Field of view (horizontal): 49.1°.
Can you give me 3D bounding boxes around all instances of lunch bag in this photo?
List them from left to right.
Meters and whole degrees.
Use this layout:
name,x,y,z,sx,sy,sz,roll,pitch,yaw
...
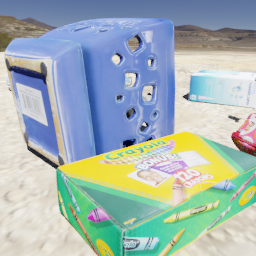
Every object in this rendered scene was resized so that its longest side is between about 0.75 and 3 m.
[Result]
name,x,y,z,sx,sy,sz,roll,pitch,yaw
lunch bag,2.751,0.574,4.725,0.725,1.560,1.771,-46,24,-2

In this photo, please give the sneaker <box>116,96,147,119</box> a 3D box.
name,x,y,z,sx,sy,sz,roll,pitch,yaw
sneaker,-0.339,-1.064,9.755,2.871,1.097,1.644,6,26,35

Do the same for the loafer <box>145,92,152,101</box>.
name,x,y,z,sx,sy,sz,roll,pitch,yaw
loafer,0.920,-1.316,11.667,0.351,0.350,1.004,6,20,17

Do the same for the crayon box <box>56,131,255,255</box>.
name,x,y,z,sx,sy,sz,roll,pitch,yaw
crayon box,0.556,0.902,4.345,2.819,0.821,1.675,-13,24,-35

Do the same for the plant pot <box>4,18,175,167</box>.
name,x,y,z,sx,sy,sz,roll,pitch,yaw
plant pot,-0.900,-0.773,6.255,2.682,2.983,2.984,-23,29,-37

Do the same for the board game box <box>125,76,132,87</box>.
name,x,y,z,sx,sy,sz,roll,pitch,yaw
board game box,-0.811,-1.790,11.607,2.079,0.641,2.080,-11,-4,38

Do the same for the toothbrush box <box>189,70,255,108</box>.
name,x,y,z,sx,sy,sz,roll,pitch,yaw
toothbrush box,4.071,-1.696,11.607,2.616,1.116,1.915,12,22,27

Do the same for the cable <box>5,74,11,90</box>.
name,x,y,z,sx,sy,sz,roll,pitch,yaw
cable,-4.770,-2.473,14.183,2.639,0.914,2.639,1,19,2
